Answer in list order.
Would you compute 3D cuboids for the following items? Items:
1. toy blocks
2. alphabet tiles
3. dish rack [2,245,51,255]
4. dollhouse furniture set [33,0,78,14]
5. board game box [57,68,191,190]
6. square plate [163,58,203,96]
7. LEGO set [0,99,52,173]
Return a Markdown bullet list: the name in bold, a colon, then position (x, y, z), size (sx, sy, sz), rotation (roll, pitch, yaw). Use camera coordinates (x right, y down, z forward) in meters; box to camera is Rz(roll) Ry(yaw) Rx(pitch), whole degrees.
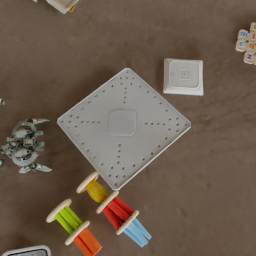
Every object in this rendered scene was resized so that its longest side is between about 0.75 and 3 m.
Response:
- **toy blocks**: position (-0.615, 2.254, 6.449), size (1.991, 0.723, 1.660), rotation (43, 76, 13)
- **alphabet tiles**: position (4.000, -2.466, 8.377), size (1.484, 0.108, 1.451), rotation (16, 73, 5)
- **dish rack**: position (-2.241, 3.408, 6.282), size (1.166, 0.296, 1.359), rotation (-9, 72, -2)
- **dollhouse furniture set**: position (-2.522, -4.388, 8.929), size (2.077, 0.802, 1.038), rotation (34, 66, -9)
- **board game box**: position (-0.139, -0.077, 7.268), size (2.515, 0.325, 2.515), rotation (-39, 66, -12)
- **square plate**: position (1.594, -1.501, 8.025), size (1.129, 0.162, 1.140), rotation (4, 71, 1)
- **LEGO set**: position (-2.957, 0.212, 7.146), size (2.517, 0.713, 1.635), rotation (23, 73, 7)
